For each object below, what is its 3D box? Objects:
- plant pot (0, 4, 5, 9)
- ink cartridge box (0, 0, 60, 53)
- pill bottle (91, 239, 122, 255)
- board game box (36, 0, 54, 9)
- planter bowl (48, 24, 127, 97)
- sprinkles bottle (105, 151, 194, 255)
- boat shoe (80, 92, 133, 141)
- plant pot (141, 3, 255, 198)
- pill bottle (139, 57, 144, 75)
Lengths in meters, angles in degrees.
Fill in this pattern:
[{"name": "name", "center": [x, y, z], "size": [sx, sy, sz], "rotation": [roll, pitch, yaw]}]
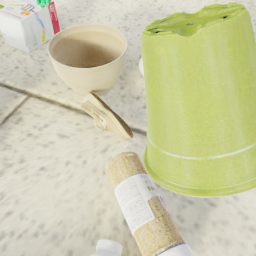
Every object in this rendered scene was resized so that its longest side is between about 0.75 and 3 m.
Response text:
[{"name": "plant pot", "center": [-4.386, -3.997, 10.423], "size": [0.926, 0.866, 0.866], "rotation": [20, 51, -1]}, {"name": "ink cartridge box", "center": [-3.461, -3.671, 9.807], "size": [1.217, 1.211, 1.674], "rotation": [23, 53, 18]}, {"name": "pill bottle", "center": [-0.448, 2.590, 4.848], "size": [0.645, 0.645, 1.151], "rotation": [10, 50, 9]}, {"name": "board game box", "center": [-1.969, -3.559, 6.519], "size": [1.671, 1.672, 0.216], "rotation": [-10, 74, 26]}, {"name": "planter bowl", "center": [-1.085, -1.804, 8.070], "size": [2.139, 1.440, 2.139], "rotation": [0, 50, 0]}, {"name": "sprinkles bottle", "center": [0.340, 1.645, 5.503], "size": [0.860, 0.860, 2.519], "rotation": [-18, 52, -15]}, {"name": "boat shoe", "center": [-0.579, -0.202, 7.329], "size": [0.592, 0.654, 1.834], "rotation": [-49, 60, 7]}, {"name": "plant pot", "center": [1.091, -0.562, 4.201], "size": [2.283, 2.168, 2.283], "rotation": [-14, 28, 7]}, {"name": "pill bottle", "center": [1.147, -2.222, 8.770], "size": [0.904, 0.904, 1.632], "rotation": [30, 56, 23]}]
